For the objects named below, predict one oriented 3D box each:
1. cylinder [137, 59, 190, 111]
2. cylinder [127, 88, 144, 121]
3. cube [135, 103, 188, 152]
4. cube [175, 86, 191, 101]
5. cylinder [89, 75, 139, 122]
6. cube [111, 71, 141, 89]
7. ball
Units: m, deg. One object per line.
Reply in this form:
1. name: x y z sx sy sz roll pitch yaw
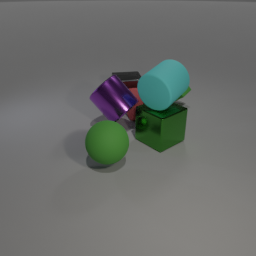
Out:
1. cylinder: 1.279 -1.552 10.056 1.400 1.400 1.400 19 43 32
2. cylinder: 0.718 -1.112 12.442 1.400 1.400 1.400 -9 29 -16
3. cube: 1.241 -0.157 10.674 1.400 1.400 1.400 -22 35 -35
4. cube: 2.464 -1.839 13.513 0.700 0.700 0.700 -41 8 -29
5. cylinder: -0.539 -1.103 10.913 1.400 1.400 1.400 48 37 -3
6. cube: -0.046 -1.939 14.019 1.400 1.400 1.400 -4 28 -8
7. ball: -0.662 0.458 8.916 1.400 1.400 1.400 0 28 0
